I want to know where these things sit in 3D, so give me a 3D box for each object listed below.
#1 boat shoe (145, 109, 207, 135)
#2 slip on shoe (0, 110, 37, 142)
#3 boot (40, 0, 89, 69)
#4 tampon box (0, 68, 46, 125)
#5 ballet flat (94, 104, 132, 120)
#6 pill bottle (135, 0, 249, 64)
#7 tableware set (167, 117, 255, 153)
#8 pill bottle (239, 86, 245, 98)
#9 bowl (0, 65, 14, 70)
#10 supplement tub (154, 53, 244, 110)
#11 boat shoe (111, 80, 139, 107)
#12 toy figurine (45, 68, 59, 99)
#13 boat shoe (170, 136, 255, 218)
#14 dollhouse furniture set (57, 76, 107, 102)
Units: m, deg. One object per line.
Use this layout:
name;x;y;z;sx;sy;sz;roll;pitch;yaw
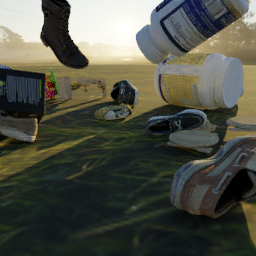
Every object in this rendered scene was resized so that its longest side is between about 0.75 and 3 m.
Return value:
boat shoe;1.252;-0.073;7.399;1.614;0.571;0.514;-10;21;20
slip on shoe;-3.166;-0.166;6.866;1.921;0.582;0.730;15;1;5
boot;-1.954;-2.963;8.470;2.139;1.862;0.740;38;57;4
tampon box;-3.282;-0.841;7.665;1.841;1.162;1.380;4;-15;-25
ballet flat;-0.430;-0.483;9.227;1.380;0.488;0.488;-13;20;-36
pill bottle;1.515;-2.813;7.233;2.677;1.487;1.487;-29;-3;35
tableware set;2.414;0.137;7.123;2.470;0.343;2.957;3;17;17
pill bottle;4.305;-1.571;12.111;1.661;0.942;0.942;-15;21;-42
bowl;-4.151;-1.055;8.745;1.772;1.772;0.832;1;17;4
supplement tub;2.707;-1.837;10.879;2.877;2.092;2.092;14;21;42
boat shoe;-0.327;-1.573;12.052;0.909;0.965;2.688;0;17;-15
toy figurine;-4.051;-1.688;12.748;1.730;1.411;1.880;-19;46;-14
boat shoe;1.626;0.746;4.202;2.209;0.837;0.793;-22;29;-32
dollhouse furniture set;-2.174;-1.718;12.891;2.257;0.999;1.170;-6;1;-44
